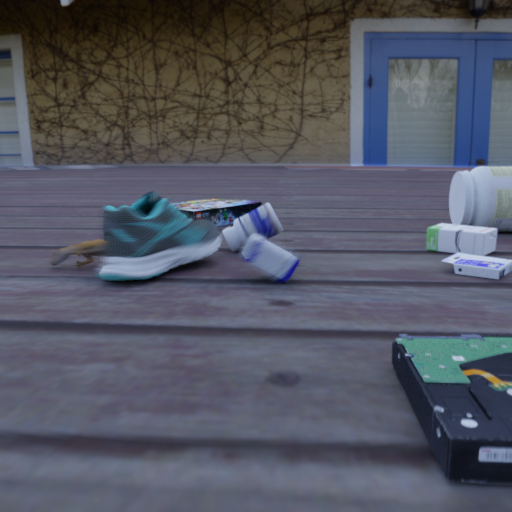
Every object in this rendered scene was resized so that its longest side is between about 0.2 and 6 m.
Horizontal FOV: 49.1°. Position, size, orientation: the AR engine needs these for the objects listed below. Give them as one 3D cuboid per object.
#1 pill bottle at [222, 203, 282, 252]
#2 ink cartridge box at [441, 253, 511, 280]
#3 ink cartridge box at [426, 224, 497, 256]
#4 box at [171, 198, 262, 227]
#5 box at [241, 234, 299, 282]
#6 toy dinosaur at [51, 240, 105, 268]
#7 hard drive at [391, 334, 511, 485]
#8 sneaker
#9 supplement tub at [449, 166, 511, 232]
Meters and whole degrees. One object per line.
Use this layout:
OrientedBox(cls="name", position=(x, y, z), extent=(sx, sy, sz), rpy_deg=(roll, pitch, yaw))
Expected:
OrientedBox(cls="pill bottle", position=(-0.075, -0.478, 9.982), extent=(0.973, 0.582, 0.582), rpy_deg=(-27, 11, 3))
OrientedBox(cls="ink cartridge box", position=(3.358, 0.145, 8.509), extent=(0.860, 0.187, 0.852), rpy_deg=(11, 16, 36))
OrientedBox(cls="ink cartridge box", position=(3.694, -0.299, 10.076), extent=(1.025, 0.431, 0.746), rpy_deg=(9, 15, 38))
OrientedBox(cls="box", position=(-1.242, -1.057, 13.713), extent=(1.655, 0.457, 2.424), rpy_deg=(9, 15, 38))
OrientedBox(cls="box", position=(0.188, 0.017, 7.937), extent=(0.682, 0.358, 0.628), rpy_deg=(27, 5, -11))
OrientedBox(cls="toy dinosaur", position=(-2.259, -0.123, 8.874), extent=(1.871, 0.565, 0.994), rpy_deg=(-2, 13, -23))
OrientedBox(cls="hard drive", position=(1.733, 0.999, 3.993), extent=(1.240, 0.336, 1.775), rpy_deg=(0, 12, 2))
OrientedBox(cls="sneaker", position=(-1.381, -0.426, 8.551), extent=(0.997, 1.172, 2.570), rpy_deg=(-1, 11, 26))
OrientedBox(cls="supplement tub", position=(5.333, -1.222, 12.091), extent=(1.979, 1.435, 1.435), rpy_deg=(0, 12, 4))
